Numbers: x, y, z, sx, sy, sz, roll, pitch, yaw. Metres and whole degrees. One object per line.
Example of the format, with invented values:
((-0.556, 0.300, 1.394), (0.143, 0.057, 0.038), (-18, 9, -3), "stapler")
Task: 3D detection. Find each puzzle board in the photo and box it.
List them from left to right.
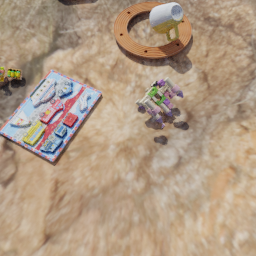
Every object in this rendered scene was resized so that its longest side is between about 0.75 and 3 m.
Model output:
((-2.364, -0.523, 8.685), (2.054, 0.237, 2.726), (26, 64, 13), "puzzle board")

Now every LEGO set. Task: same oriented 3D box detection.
((-4.684, -2.258, 8.900), (2.575, 0.958, 1.184), (37, 67, 3), "LEGO set")

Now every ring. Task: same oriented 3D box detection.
((0.897, -3.606, 10.326), (2.880, 0.276, 2.880), (0, 61, 0), "ring")

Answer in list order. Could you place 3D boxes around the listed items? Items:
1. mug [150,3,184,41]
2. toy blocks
((1.432, -3.642, 9.377), (1.158, 0.951, 0.927), (41, 77, -24), "mug")
((1.032, -0.769, 8.569), (1.053, 1.251, 1.169), (44, 80, -14), "toy blocks")
